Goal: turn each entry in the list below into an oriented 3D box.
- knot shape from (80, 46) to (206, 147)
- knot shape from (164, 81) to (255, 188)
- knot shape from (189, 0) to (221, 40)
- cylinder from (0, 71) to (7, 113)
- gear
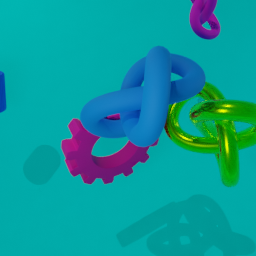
[{"bbox_3d":[0.107,-0.314,3.381,0.747,1.512,1.616,50,31,-9],"label":"knot shape"},{"bbox_3d":[1.272,0.002,3.891,0.760,1.539,1.644,-35,85,-22],"label":"knot shape"},{"bbox_3d":[1.507,-2.403,5.622,0.563,1.139,1.218,-8,109,17],"label":"knot shape"},{"bbox_3d":[-2.712,-0.694,5.299,0.728,0.728,0.728,7,111,3],"label":"cylinder"},{"bbox_3d":[-0.241,0.235,4.409,1.541,1.541,0.285,-27,46,-10],"label":"gear"}]
